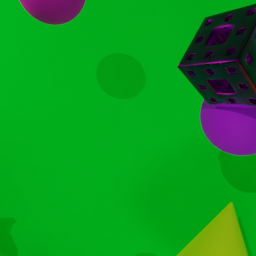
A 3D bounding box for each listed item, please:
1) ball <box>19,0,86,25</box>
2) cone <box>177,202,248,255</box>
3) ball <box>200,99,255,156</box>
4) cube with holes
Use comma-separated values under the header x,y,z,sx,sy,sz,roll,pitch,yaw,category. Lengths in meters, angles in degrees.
x,y,z,sx,sy,sz,roll,pitch,yaw,category
-1.281,-2.362,4.731,1.166,1.166,1.166,0,83,0,ball
1.361,1.801,4.132,1.554,1.554,1.560,26,60,3,cone
1.688,-0.184,4.183,1.186,1.186,1.186,0,83,0,ball
1.296,-0.823,3.389,0.822,0.822,0.822,40,73,-33,cube with holes
